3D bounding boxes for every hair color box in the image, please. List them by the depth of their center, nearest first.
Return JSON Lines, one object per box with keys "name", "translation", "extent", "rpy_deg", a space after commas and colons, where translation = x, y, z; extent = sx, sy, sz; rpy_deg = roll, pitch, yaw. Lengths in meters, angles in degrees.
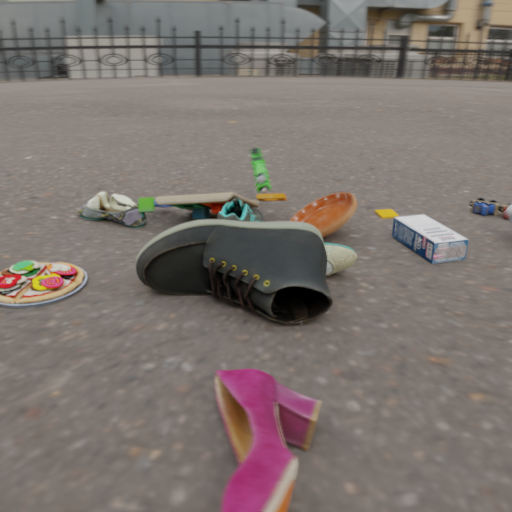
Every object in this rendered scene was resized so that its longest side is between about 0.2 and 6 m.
{"name": "hair color box", "translation": [3.398, -0.355, 11.084], "extent": [0.754, 0.456, 1.507], "rpy_deg": [-7, 24, -15]}

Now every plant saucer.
{"name": "plant saucer", "translation": [1.383, -0.799, 11.707], "extent": [1.561, 0.252, 1.561], "rpy_deg": [-25, 24, 12]}

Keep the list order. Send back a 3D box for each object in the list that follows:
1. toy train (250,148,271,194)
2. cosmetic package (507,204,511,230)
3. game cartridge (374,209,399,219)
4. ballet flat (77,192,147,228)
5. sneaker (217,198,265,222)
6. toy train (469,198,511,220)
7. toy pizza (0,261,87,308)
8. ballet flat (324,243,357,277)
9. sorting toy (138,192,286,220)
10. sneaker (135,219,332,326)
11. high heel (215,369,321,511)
{"name": "toy train", "translation": [0.079, -1.984, 12.858], "extent": [0.349, 0.472, 1.674], "rpy_deg": [-12, 35, 2]}
{"name": "cosmetic package", "translation": [5.499, -0.665, 11.117], "extent": [0.474, 0.771, 0.769], "rpy_deg": [-35, 32, -10]}
{"name": "game cartridge", "translation": [3.049, -0.973, 13.077], "extent": [0.425, 0.078, 0.483], "rpy_deg": [-3, 25, -8]}
{"name": "ballet flat", "translation": [-3.286, -1.118, 12.636], "extent": [1.904, 0.685, 0.685], "rpy_deg": [11, 25, 26]}
{"name": "sneaker", "translation": [-0.289, -0.725, 11.293], "extent": [0.835, 0.981, 2.151], "rpy_deg": [6, 23, 12]}
{"name": "toy train", "translation": [5.869, -0.977, 12.785], "extent": [2.000, 0.341, 0.458], "rpy_deg": [15, 39, 30]}
{"name": "toy pizza", "translation": [-3.753, 0.396, 9.539], "extent": [1.679, 0.266, 1.679], "rpy_deg": [0, 23, 0]}
{"name": "ballet flat", "translation": [0.725, 0.149, 9.901], "extent": [2.073, 0.699, 0.646], "rpy_deg": [4, 52, 18]}
{"name": "sorting toy", "translation": [-0.996, -1.052, 12.189], "extent": [3.346, 0.456, 1.884], "rpy_deg": [-1, 0, 19]}
{"name": "sneaker", "translation": [-0.407, 0.293, 8.664], "extent": [3.117, 1.166, 1.656], "rpy_deg": [-8, 35, 2]}
{"name": "high heel", "translation": [-0.208, 1.798, 5.230], "extent": [1.264, 0.888, 2.636], "rpy_deg": [16, 21, 12]}
